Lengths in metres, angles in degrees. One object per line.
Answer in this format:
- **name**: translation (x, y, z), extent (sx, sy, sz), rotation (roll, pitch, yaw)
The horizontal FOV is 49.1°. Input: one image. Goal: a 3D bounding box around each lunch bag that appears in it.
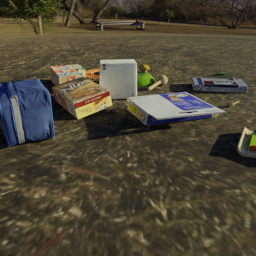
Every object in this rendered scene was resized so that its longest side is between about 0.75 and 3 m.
- **lunch bag**: translation (-3.161, -0.535, 8.196), extent (1.494, 1.534, 2.258), rotation (-11, 25, -24)

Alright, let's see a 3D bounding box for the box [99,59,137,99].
- **box**: translation (-0.436, -2.068, 11.851), extent (1.541, 1.533, 1.007), rotation (-2, 23, -5)

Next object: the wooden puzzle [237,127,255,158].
- **wooden puzzle**: translation (3.983, 0.418, 7.481), extent (1.858, 0.346, 1.719), rotation (11, 25, 25)

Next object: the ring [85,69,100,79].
- **ring**: translation (-1.148, -2.985, 15.724), extent (2.750, 0.264, 2.750), rotation (-1, 22, 0)

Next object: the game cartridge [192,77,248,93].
- **game cartridge**: translation (4.314, -2.088, 13.400), extent (2.415, 0.464, 1.565), rotation (3, 19, 7)

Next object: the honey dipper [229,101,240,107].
- **honey dipper**: translation (4.241, -0.982, 11.081), extent (0.155, 0.155, 0.817), rotation (19, 27, 38)

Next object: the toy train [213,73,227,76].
- **toy train**: translation (5.273, -3.078, 16.072), extent (0.765, 0.160, 0.216), rotation (-3, 13, -8)

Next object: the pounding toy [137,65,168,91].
- **pounding toy**: translation (0.692, -2.688, 13.964), extent (2.257, 1.047, 1.742), rotation (18, 29, 37)

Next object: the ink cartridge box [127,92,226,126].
- **ink cartridge box**: translation (1.546, -0.610, 9.691), extent (2.518, 0.599, 2.548), rotation (-6, 25, -18)

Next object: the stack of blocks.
- **stack of blocks**: translation (-2.875, -2.510, 13.884), extent (1.519, 0.772, 2.637), rotation (-9, 24, -20)

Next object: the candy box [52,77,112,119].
- **candy box**: translation (-1.806, -1.223, 10.645), extent (1.409, 0.675, 2.441), rotation (-24, 32, -23)
